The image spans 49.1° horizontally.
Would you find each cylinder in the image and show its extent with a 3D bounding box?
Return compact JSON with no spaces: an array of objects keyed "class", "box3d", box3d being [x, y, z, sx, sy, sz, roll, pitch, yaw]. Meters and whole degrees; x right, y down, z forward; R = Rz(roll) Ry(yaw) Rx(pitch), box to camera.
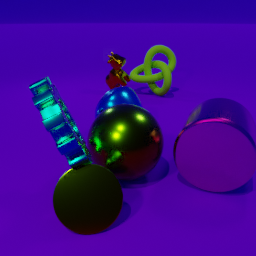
[{"class":"cylinder","box3d":[1.512,0.236,4.780,1.251,1.251,1.251,8,23,20]}]

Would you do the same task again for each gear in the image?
[{"class":"gear","box3d":[-0.915,-0.058,3.931,0.248,1.339,1.339,-27,27,-5]}]

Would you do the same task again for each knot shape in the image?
[{"class":"knot shape","box3d":[0.828,-1.972,9.800,1.592,1.702,0.786,-2,-12,25]}]

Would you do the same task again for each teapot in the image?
[{"class":"teapot","box3d":[-0.110,-0.345,6.568,0.935,1.188,1.910,41,30,19]}]

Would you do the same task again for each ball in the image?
[{"class":"ball","box3d":[-0.043,0.239,4.754,1.294,1.294,1.294,0,22,0]}]

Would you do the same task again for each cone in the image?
[{"class":"cone","box3d":[-0.570,0.965,4.121,0.918,0.918,0.921,-3,-4,-7]}]

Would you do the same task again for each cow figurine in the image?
[{"class":"cow figurine","box3d":[-0.446,-1.903,9.526,1.190,1.171,0.653,-27,21,42]}]
